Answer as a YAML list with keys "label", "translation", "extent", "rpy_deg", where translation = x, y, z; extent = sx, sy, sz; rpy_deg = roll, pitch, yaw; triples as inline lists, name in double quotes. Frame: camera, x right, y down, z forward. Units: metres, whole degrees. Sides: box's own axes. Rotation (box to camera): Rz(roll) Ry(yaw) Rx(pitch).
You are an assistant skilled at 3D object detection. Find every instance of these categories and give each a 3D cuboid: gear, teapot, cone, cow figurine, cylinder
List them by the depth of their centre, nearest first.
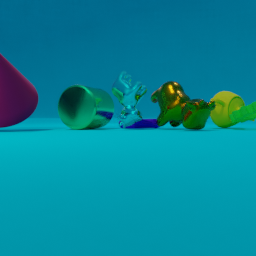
- label: "cone"
  translation: [-2.822, -1.151, 5.950]
  extent: [1.666, 1.666, 1.673]
  rpy_deg: [-1, -35, -14]
- label: "cow figurine"
  translation: [1.377, -0.632, 7.230]
  extent: [0.931, 1.696, 1.669]
  rpy_deg: [2, -29, -30]
- label: "gear"
  translation: [3.276, -0.434, 7.285]
  extent: [1.182, 0.219, 1.182]
  rpy_deg: [-14, -15, -4]
- label: "cow figurine"
  translation: [-0.048, -0.711, 7.333]
  extent: [1.253, 1.233, 0.688]
  rpy_deg: [39, 8, 26]
- label: "cylinder"
  translation: [-1.116, -0.548, 7.628]
  extent: [1.147, 1.147, 1.147]
  rpy_deg: [1, 2, 22]
- label: "teapot"
  translation: [2.996, -0.513, 8.173]
  extent: [1.755, 1.091, 0.859]
  rpy_deg: [22, -7, -32]

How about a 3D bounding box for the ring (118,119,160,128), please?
- label: "ring"
  translation: [0.374, -0.141, 8.484]
  extent: [1.330, 0.266, 1.330]
  rpy_deg: [-1, 2, 0]
